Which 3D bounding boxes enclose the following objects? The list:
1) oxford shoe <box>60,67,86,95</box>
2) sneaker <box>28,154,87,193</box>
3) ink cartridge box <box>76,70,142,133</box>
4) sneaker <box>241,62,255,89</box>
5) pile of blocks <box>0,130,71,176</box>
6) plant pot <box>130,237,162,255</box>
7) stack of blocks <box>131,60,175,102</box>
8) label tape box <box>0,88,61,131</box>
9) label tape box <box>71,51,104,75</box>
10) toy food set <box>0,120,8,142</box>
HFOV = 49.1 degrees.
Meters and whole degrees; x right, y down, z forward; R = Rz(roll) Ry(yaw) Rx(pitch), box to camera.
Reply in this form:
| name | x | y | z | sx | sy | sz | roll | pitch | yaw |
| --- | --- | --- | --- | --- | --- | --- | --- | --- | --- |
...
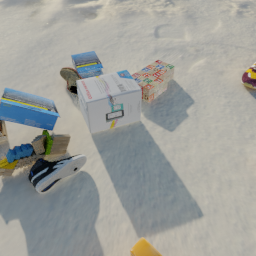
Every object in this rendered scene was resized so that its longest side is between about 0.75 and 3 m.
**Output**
| name | x | y | z | sx | sy | sz | roll | pitch | yaw |
| --- | --- | --- | --- | --- | --- | --- | --- | --- | --- |
| oxford shoe | -2.380 | -1.974 | 11.985 | 2.086 | 0.735 | 0.780 | 34 | 57 | 32 |
| sneaker | -2.248 | 1.132 | 8.688 | 1.785 | 0.652 | 0.998 | -32 | 53 | -28 |
| ink cartridge box | -0.710 | -1.007 | 10.377 | 2.014 | 1.471 | 1.478 | -15 | 45 | -15 |
| sneaker | 5.983 | -2.785 | 12.447 | 1.042 | 1.253 | 2.781 | 31 | 51 | 29 |
| pile of blocks | -3.150 | 0.615 | 8.957 | 2.554 | 1.048 | 0.794 | -23 | 48 | -22 |
| plant pot | 0.339 | 3.369 | 5.837 | 1.392 | 1.520 | 1.520 | -41 | 55 | -16 |
| stack of blocks | 1.117 | -2.096 | 12.154 | 1.261 | 0.641 | 2.189 | 31 | 51 | 29 |
| label tape box | -3.227 | -0.533 | 9.046 | 1.730 | 0.759 | 2.399 | 14 | 12 | -23 |
| label tape box | -1.904 | -2.939 | 13.157 | 1.179 | 0.544 | 1.645 | -15 | 47 | -14 |
| toy food set | -5.081 | -0.031 | 10.029 | 1.250 | 0.526 | 1.741 | -17 | 46 | -17 |
